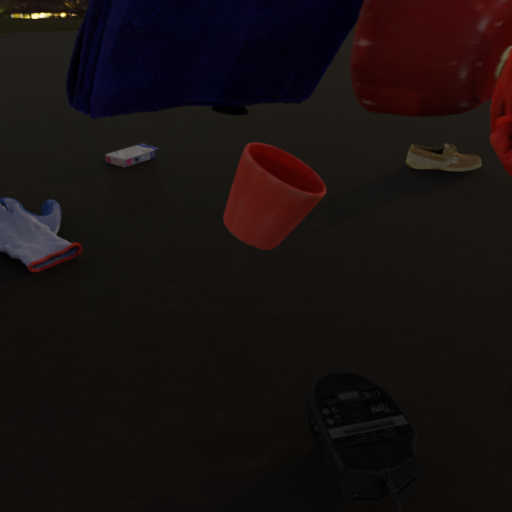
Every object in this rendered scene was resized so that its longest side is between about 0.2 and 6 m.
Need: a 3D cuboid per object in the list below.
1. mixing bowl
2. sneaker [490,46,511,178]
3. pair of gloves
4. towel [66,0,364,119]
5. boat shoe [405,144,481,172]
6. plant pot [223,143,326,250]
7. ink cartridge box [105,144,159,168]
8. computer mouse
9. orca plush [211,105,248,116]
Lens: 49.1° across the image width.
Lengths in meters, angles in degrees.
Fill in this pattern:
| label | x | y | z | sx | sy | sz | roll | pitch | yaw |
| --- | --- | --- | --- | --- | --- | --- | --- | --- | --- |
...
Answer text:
| label | x | y | z | sx | sy | sz | roll | pitch | yaw |
| --- | --- | --- | --- | --- | --- | --- | --- | --- | --- |
| mixing bowl | 2.408 | -2.652 | 6.742 | 2.420 | 2.420 | 1.311 | -24 | 47 | -39 |
| sneaker | 2.118 | -1.102 | 4.107 | 1.111 | 1.225 | 2.885 | 31 | -7 | 23 |
| pair of gloves | -4.296 | -0.166 | 8.048 | 2.846 | 0.403 | 3.540 | 23 | 35 | 37 |
| towel | -0.344 | -3.084 | 7.765 | 4.170 | 3.079 | 1.033 | -16 | 74 | -31 |
| boat shoe | 3.950 | -2.079 | 11.726 | 1.545 | 0.513 | 0.572 | 1 | 27 | 2 |
| plant pot | 0.102 | -0.474 | 4.769 | 0.765 | 0.677 | 0.765 | 24 | 28 | -14 |
| ink cartridge box | -2.706 | -2.221 | 12.355 | 0.625 | 0.220 | 1.047 | 19 | 36 | 33 |
| computer mouse | 1.004 | 1.870 | 4.070 | 0.786 | 0.456 | 2.681 | -4 | 33 | -13 |
| orca plush | -0.326 | -4.076 | 10.224 | 1.542 | 2.930 | 1.042 | 14 | 9 | -17 |
